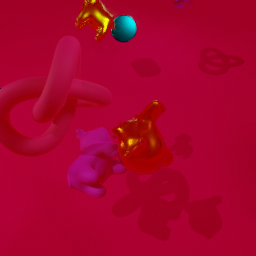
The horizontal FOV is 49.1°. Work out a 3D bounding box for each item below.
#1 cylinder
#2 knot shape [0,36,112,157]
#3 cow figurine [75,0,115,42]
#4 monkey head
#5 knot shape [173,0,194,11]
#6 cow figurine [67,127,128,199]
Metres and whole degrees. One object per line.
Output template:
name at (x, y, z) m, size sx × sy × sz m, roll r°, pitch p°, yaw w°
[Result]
cylinder at (-0.157, -3.244, 9.213) m, size 0.834 × 0.834 × 0.834 m, roll -4°, pitch 17°, yaw -3°
knot shape at (-1.091, -0.471, 4.667) m, size 0.946 × 2.047 × 1.916 m, roll 49°, pitch 23°, yaw 13°
cow figurine at (-0.553, -2.053, 4.802) m, size 0.892 × 0.490 × 0.878 m, roll 33°, pitch 83°, yaw -13°
monkey head at (0.306, 0.174, 4.238) m, size 1.047 × 1.456 × 0.877 m, roll -45°, pitch 61°, yaw 15°
knot shape at (2.053, -4.363, 8.348) m, size 1.587 × 0.783 × 1.695 m, roll -10°, pitch 70°, yaw 17°
cow figurine at (-0.678, 0.567, 5.123) m, size 1.380 × 0.770 × 1.402 m, roll 7°, pitch 39°, yaw 39°
